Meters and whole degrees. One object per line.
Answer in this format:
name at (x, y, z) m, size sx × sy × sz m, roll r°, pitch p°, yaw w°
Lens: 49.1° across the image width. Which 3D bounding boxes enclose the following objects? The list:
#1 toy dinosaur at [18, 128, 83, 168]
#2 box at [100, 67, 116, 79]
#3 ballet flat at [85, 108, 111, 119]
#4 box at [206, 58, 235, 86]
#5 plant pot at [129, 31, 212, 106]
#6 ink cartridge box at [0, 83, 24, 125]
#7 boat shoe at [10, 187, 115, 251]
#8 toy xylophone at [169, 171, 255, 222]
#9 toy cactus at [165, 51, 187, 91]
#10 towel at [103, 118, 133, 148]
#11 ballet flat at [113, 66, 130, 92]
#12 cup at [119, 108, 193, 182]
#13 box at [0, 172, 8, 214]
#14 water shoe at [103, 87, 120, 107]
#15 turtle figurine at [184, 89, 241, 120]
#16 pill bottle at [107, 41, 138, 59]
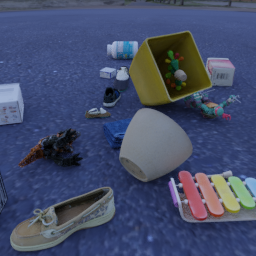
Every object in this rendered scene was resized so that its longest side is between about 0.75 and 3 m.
toy dinosaur at (-2.369, 0.697, 9.072) m, size 1.608 × 1.210 × 2.370 m, roll 5°, pitch 45°, yaw 38°
box at (-1.157, -3.201, 16.319) m, size 0.700 × 0.399 × 0.761 m, roll 14°, pitch 32°, yaw 22°
ballet flat at (-1.265, -0.646, 11.787) m, size 1.096 × 0.396 × 0.372 m, roll -4°, pitch 30°, yaw -8°
box at (5.074, -3.143, 15.559) m, size 1.212 × 1.033 × 1.896 m, roll 3°, pitch 30°, yaw 5°
plant pot at (1.597, -2.348, 12.384) m, size 2.660 × 2.661 × 2.347 m, roll -22°, pitch -2°, yaw -33°
ink cartridge box at (-5.735, -0.982, 11.717) m, size 2.469 × 1.035 × 2.168 m, roll -8°, pitch 30°, yaw -13°
boat shoe at (-1.499, 2.044, 6.605) m, size 2.499 × 0.783 × 0.916 m, roll -16°, pitch 33°, yaw -26°
toy xylophone at (2.352, 1.666, 7.384) m, size 2.717 × 0.683 × 1.989 m, roll -5°, pitch 29°, yaw -10°
toy cactus at (2.172, -2.378, 12.110) m, size 0.964 × 1.885 × 1.555 m, roll -12°, pitch 29°, yaw -9°
towel at (0.388, 0.017, 10.397) m, size 2.485 × 0.603 × 1.387 m, roll -11°, pitch 30°, yaw -18°
ballet flat at (-0.313, -2.784, 15.141) m, size 0.899 × 0.899 × 2.460 m, roll 3°, pitch 30°, yaw 5°
cup at (0.597, 0.671, 8.175) m, size 2.061 × 2.061 × 1.474 m, roll 25°, pitch 62°, yaw 37°
box at (-3.568, 1.708, 6.822) m, size 0.721 × 1.170 × 1.161 m, roll -1°, pitch 29°, yaw -1°
water shoe at (-0.727, -1.633, 13.196) m, size 0.660 × 0.728 × 1.845 m, roll 3°, pitch 29°, yaw 5°
turtle figurine at (3.395, -0.990, 11.616) m, size 1.772 × 1.192 × 2.367 m, roll 8°, pitch 10°, yaw -18°
pill bottle at (-0.370, -5.417, 19.479) m, size 2.092 × 1.159 × 1.159 m, roll 1°, pitch 29°, yaw 2°
